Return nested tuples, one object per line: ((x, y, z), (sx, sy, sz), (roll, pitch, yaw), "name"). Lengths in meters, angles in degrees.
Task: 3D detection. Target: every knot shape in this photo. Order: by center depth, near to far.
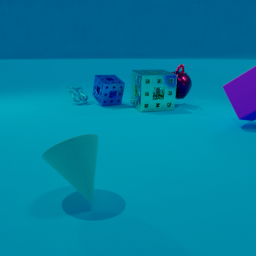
((-2.162, -1.456, 12.296), (1.056, 0.488, 0.989), (42, 17, 5), "knot shape")

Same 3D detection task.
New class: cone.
((-0.690, 0.683, 4.133), (0.891, 0.894, 0.891), (-22, -15, -6), "cone")

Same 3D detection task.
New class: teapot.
((2.158, -1.807, 11.711), (0.940, 1.919, 1.193), (-33, 51, -22), "teapot")

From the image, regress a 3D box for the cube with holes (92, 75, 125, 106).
((-0.833, -1.615, 11.815), (0.956, 0.956, 0.956), (-7, 35, -29), "cube with holes")

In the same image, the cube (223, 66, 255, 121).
((3.773, -0.985, 8.321), (1.160, 1.160, 1.160), (-34, -23, 36), "cube")

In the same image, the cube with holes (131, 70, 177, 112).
((0.971, -1.518, 11.089), (1.380, 1.380, 1.380), (-4, 20, -15), "cube with holes")
